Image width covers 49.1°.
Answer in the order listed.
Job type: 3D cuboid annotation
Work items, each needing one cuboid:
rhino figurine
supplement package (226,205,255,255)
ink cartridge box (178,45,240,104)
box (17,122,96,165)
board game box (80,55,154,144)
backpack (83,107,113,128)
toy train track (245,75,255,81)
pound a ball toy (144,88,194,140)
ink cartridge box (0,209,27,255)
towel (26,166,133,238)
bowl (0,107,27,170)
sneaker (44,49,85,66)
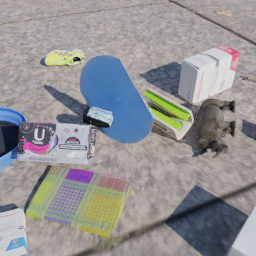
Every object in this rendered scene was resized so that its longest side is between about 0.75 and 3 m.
[{"bbox_3d":[2.958,-0.015,9.498,1.300,0.889,2.973,2,42,19],"label":"rhino figurine"},{"bbox_3d":[3.409,2.836,5.959,2.132,1.182,1.660,30,49,29],"label":"supplement package"},{"bbox_3d":[3.261,-2.189,11.407,2.305,1.669,0.972,-24,46,-24],"label":"ink cartridge box"},{"bbox_3d":[-2.064,0.415,8.378,2.001,1.148,1.322,3,-1,3],"label":"box"},{"bbox_3d":[-0.310,-0.925,9.036,2.363,2.991,0.582,-23,10,48],"label":"board game box"},{"bbox_3d":[-0.925,-0.321,8.934,0.887,0.724,0.682,27,63,6],"label":"backpack"},{"bbox_3d":[5.643,-2.149,12.571,0.868,0.141,0.498,32,43,24],"label":"toy train track"},{"bbox_3d":[0.921,-0.345,10.021,2.357,1.001,1.537,33,76,32],"label":"pound a ball toy"},{"bbox_3d":[-2.899,2.590,6.810,0.761,0.446,1.039,-11,42,-13],"label":"ink cartridge box"},{"bbox_3d":[-1.283,1.939,7.706,2.542,0.289,1.826,9,42,11],"label":"towel"},{"bbox_3d":[-4.783,0.401,9.248,2.997,0.588,2.997,0,41,0],"label":"bowl"},{"bbox_3d":[-3.029,-3.365,13.510,1.960,0.739,0.749,-15,42,-14],"label":"sneaker"}]
